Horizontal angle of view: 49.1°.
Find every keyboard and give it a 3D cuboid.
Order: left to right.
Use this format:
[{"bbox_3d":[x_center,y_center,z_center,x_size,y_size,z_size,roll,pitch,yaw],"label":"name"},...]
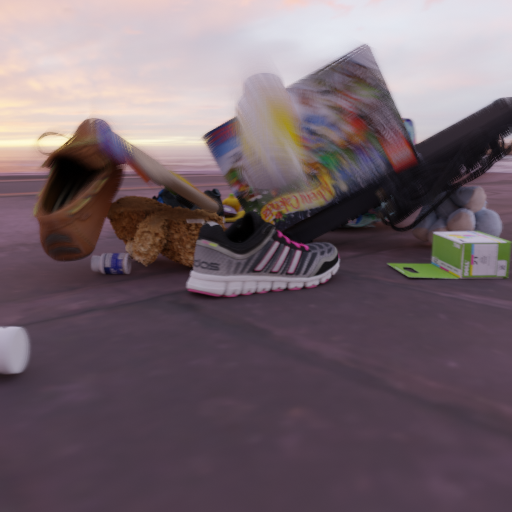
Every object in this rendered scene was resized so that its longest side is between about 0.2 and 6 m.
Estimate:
[{"bbox_3d":[2.885,-1.285,10.526,5.233,1.037,2.724,-29,12,10],"label":"keyboard"}]

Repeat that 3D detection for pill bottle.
[{"bbox_3d":[-2.405,0.793,4.694,0.825,0.480,0.480,-1,11,0],"label":"pill bottle"},{"bbox_3d":[-2.222,0.121,8.576,0.549,0.328,0.328,0,11,1],"label":"pill bottle"},{"bbox_3d":[0.125,-1.365,6.079,0.638,1.167,0.638,-3,-18,-1],"label":"pill bottle"}]

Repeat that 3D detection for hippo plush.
[{"bbox_3d":[4.006,-0.690,11.247,1.464,1.450,1.821,29,11,-32],"label":"hippo plush"}]

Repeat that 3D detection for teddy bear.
[{"bbox_3d":[-1.099,-0.206,9.171,2.991,0.999,2.169,8,21,5],"label":"teddy bear"}]

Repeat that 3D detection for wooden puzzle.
[{"bbox_3d":[-1.583,-1.303,8.678,1.952,0.338,2.893,38,3,34],"label":"wooden puzzle"}]

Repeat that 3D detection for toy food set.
[{"bbox_3d":[-1.338,-1.305,14.801,2.354,0.769,1.385,-4,12,-22],"label":"toy food set"}]

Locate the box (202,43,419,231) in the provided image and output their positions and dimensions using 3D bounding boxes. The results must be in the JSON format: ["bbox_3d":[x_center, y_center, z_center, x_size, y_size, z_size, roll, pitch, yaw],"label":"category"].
[{"bbox_3d":[0.979,-2.012,10.210,3.259,2.226,0.614,-28,13,7],"label":"box"}]

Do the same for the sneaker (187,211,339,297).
[{"bbox_3d":[0.184,-0.101,7.763,2.432,1.064,0.897,-6,13,-30],"label":"sneaker"}]

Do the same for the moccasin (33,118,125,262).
[{"bbox_3d":[-2.778,-1.293,8.664,1.099,1.160,3.006,-1,44,7],"label":"moccasin"}]

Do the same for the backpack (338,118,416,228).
[{"bbox_3d":[2.336,-2.027,13.383,3.153,2.799,2.374,-14,12,-37],"label":"backpack"}]

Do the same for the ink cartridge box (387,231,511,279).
[{"bbox_3d":[2.945,-0.027,8.691,1.517,0.575,1.121,0,11,-5],"label":"ink cartridge box"}]

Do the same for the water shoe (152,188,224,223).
[{"bbox_3d":[-2.021,-1.149,13.095,2.803,1.106,1.002,4,11,18],"label":"water shoe"}]
